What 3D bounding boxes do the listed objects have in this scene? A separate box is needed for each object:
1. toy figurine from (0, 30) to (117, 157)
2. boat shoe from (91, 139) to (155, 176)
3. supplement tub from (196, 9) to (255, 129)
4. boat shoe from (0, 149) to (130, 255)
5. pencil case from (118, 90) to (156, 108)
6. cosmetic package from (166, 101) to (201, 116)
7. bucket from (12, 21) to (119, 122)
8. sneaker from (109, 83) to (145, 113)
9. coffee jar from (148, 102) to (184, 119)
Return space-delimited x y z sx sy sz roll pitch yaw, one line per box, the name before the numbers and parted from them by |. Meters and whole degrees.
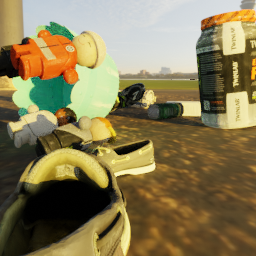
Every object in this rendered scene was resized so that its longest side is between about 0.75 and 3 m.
toy figurine | -1.266 -0.581 4.900 1.481 2.096 2.129 -23 21 -35
boat shoe | -0.261 0.438 3.849 1.454 0.435 0.520 -6 11 -31
supplement tub | 2.896 -1.595 7.896 1.832 2.991 1.832 -8 11 1
boat shoe | -0.391 0.548 2.013 0.886 0.815 2.479 -1 9 -7
pencil case | 0.188 -1.438 13.820 2.252 0.876 1.007 4 19 25
cosmetic package | 2.129 -0.763 10.853 1.306 0.530 0.737 1 9 11
bucket | -1.653 -1.261 7.568 2.676 2.676 1.741 7 -2 36
sneaker | -0.277 -1.066 10.705 2.099 0.744 0.870 -24 5 2
coffee jar | 1.359 -0.618 9.892 1.263 0.539 0.659 -7 11 -34
